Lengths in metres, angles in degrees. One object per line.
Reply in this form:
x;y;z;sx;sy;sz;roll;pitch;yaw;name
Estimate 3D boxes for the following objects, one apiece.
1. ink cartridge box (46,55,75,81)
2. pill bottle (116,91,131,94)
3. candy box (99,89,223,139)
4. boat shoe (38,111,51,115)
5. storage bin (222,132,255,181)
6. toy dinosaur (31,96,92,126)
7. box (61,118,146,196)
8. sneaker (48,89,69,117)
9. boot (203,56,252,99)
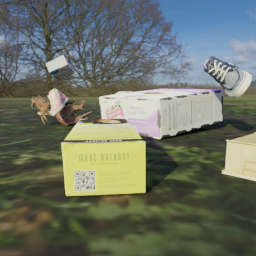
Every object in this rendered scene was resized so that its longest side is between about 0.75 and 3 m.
-2.512;-2.233;10.507;0.736;0.429;1.018;-25;-9;2;ink cartridge box
-0.013;-1.518;16.127;1.183;1.183;2.106;3;8;21;pill bottle
1.041;-0.587;8.726;2.999;1.073;2.515;-13;15;-40;candy box
-4.087;-0.804;14.067;0.911;0.296;0.329;1;8;6;boat shoe
2.191;0.430;4.147;1.124;0.527;1.116;-7;11;-44;storage bin
-2.322;-0.497;9.973;2.169;0.931;1.470;22;29;31;toy dinosaur
-0.399;0.287;4.579;1.029;0.685;2.734;-1;8;-7;box
-2.448;-0.881;9.327;0.478;0.663;1.269;-38;19;22;sneaker
2.303;-1.282;6.799;0.836;0.673;1.850;29;18;-4;boot
